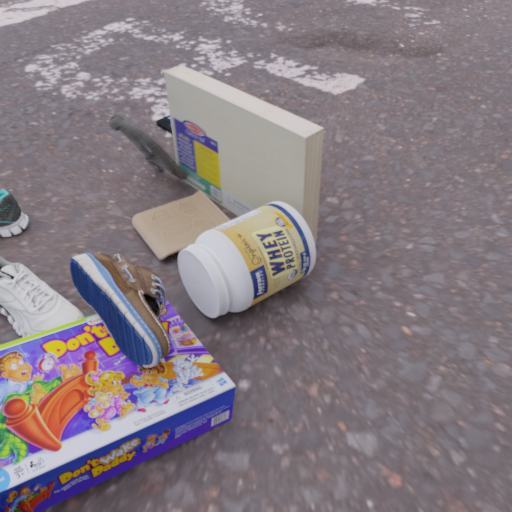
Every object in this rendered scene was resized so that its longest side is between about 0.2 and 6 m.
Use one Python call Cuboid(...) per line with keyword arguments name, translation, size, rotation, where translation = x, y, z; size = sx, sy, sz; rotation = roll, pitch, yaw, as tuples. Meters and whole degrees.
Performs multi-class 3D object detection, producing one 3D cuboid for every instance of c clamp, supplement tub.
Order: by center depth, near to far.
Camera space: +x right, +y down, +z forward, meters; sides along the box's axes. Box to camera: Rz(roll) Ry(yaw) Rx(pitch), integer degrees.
Cuboid(name="supplement tub", translation=(-0.155, 0.067, 9.518), size=(2.024, 1.462, 1.462), rotation=(-27, 47, -28))
Cuboid(name="c clamp", translation=(-2.407, -2.317, 12.051), size=(1.995, 2.335, 0.316), rotation=(36, 84, 22))

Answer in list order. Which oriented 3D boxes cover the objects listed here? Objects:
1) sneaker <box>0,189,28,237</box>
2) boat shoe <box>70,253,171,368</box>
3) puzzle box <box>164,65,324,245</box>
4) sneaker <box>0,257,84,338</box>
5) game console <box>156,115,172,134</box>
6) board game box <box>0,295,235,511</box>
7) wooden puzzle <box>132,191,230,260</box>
Cuboid(name="sneaker", translation=(-5.636, -0.776, 10.921), size=(2.100, 0.958, 0.815), rotation=(-17, 43, -18))
Cuboid(name="boat shoe", translation=(-1.800, 0.582, 8.059), size=(0.920, 0.918, 2.542), rotation=(-20, 42, -31))
Cuboid(name="puzzle box", translation=(-0.336, -1.965, 11.048), size=(0.497, 2.599, 3.907), rotation=(-33, 51, -30))
Cuboid(name="sneaker", translation=(-3.772, 0.698, 9.206), size=(2.354, 0.954, 0.885), rotation=(23, 44, 23))
Cuboid(name="game console", translation=(-1.643, -3.827, 14.563), size=(1.582, 0.921, 1.391), rotation=(-32, 50, -33))
Cuboid(name="board game box", translation=(-2.270, 1.883, 7.598), size=(3.303, 0.739, 2.221), rotation=(-18, 43, -31))
Cuboid(name="wooden puzzle", translation=(-1.475, -0.575, 11.180), size=(1.601, 0.371, 1.483), rotation=(-26, 46, -21))
